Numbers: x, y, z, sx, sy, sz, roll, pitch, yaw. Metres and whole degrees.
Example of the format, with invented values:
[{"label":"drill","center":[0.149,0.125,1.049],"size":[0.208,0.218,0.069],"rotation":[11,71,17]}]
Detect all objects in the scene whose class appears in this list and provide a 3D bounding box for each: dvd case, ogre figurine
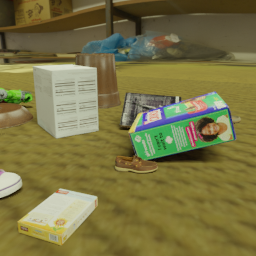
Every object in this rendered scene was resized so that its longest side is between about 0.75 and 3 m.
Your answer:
[{"label":"dvd case","center":[0.810,-0.561,9.537],"size":[1.991,0.159,1.480],"rotation":[5,54,6]},{"label":"ogre figurine","center":[-5.712,-1.350,12.073],"size":[2.729,1.339,1.636],"rotation":[20,3,13]}]

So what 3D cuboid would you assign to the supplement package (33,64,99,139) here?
[{"label":"supplement package","center":[-2.072,-0.988,9.281],"size":[1.510,2.053,1.963],"rotation":[-11,20,-32]}]

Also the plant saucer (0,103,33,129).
[{"label":"plant saucer","center":[-4.979,-0.513,10.462],"size":[2.717,0.497,2.717],"rotation":[-1,17,0]}]

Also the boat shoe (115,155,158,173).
[{"label":"boat shoe","center":[0.180,0.797,6.283],"size":[0.980,0.331,0.353],"rotation":[2,17,6]}]

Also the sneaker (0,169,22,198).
[{"label":"sneaker","center":[-2.996,0.735,5.153],"size":[1.953,1.114,0.708],"rotation":[0,15,-4]}]

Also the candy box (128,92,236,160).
[{"label":"candy box","center":[1.336,-0.086,7.238],"size":[2.327,0.896,1.967],"rotation":[-16,14,13]}]

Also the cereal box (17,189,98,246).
[{"label":"cereal box","center":[-1.085,1.377,4.522],"size":[0.789,0.217,1.097],"rotation":[7,18,22]}]

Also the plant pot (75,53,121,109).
[{"label":"plant pot","center":[-1.496,-2.300,13.191],"size":[2.393,2.369,2.393],"rotation":[1,16,0]}]

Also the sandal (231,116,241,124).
[{"label":"sandal","center":[3.336,-0.367,10.002],"size":[1.667,0.450,0.669],"rotation":[-8,18,-24]}]
